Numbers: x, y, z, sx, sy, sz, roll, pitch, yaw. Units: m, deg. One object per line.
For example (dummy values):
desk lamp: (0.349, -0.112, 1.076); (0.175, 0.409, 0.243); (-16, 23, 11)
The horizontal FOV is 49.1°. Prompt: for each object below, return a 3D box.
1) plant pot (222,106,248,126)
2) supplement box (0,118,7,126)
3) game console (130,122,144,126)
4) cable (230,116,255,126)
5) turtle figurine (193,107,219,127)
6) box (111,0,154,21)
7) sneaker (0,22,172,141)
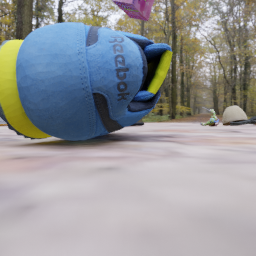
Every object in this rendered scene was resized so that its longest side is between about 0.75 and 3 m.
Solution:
plant pot: (4.250, -0.523, 11.284); (0.970, 0.651, 0.970); (-7, -11, -1)
supplement box: (-4.805, -0.416, 8.957); (0.761, 0.787, 2.287); (3, -1, 17)
game console: (-1.136, -0.797, 9.402); (1.604, 2.424, 2.756); (-33, -17, 30)
cable: (4.788, -0.161, 10.879); (1.655, 0.416, 0.804); (-14, 17, -22)
turtle figurine: (2.637, -0.335, 9.244); (0.805, 0.580, 0.781); (8, -2, 23)
box: (0.206, -3.208, 6.548); (0.539, 0.981, 1.116); (20, 8, 23)
sneaker: (-0.045, -0.390, 2.824); (1.071, 0.901, 2.732); (-7, 4, 12)
